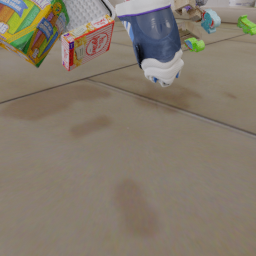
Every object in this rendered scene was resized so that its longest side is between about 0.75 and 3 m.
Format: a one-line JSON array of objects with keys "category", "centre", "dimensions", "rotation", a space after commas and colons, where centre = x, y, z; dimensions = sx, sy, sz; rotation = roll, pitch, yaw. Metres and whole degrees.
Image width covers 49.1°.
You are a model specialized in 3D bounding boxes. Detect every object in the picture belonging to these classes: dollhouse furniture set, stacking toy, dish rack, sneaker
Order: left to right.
[{"category": "dish rack", "centre": [-1.615, -3.656, 8.749], "dimensions": [1.911, 2.227, 0.485], "rotation": [-37, -8, 3]}, {"category": "sneaker", "centre": [0.267, -1.040, 3.472], "dimensions": [0.587, 1.067, 1.457], "rotation": [-16, 22, -2]}, {"category": "dollhouse furniture set", "centre": [1.575, -3.337, 8.478], "dimensions": [2.201, 1.260, 2.581], "rotation": [-9, -13, 42]}, {"category": "stacking toy", "centre": [2.307, -3.655, 8.763], "dimensions": [2.236, 0.697, 2.965], "rotation": [-22, 60, -14]}]

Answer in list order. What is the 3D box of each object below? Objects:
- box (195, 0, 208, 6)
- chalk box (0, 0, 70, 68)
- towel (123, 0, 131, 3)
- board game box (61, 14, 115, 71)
[{"category": "box", "centre": [2.137, -4.151, 7.958], "dimensions": [0.253, 0.828, 1.045], "rotation": [12, 65, 49]}, {"category": "chalk box", "centre": [-2.649, -3.180, 7.743], "dimensions": [1.471, 2.357, 1.461], "rotation": [30, -6, 3]}, {"category": "towel", "centre": [0.443, -4.223, 9.935], "dimensions": [1.572, 1.150, 0.235], "rotation": [-26, 3, 38]}, {"category": "board game box", "centre": [-0.945, -1.982, 6.535], "dimensions": [1.275, 0.966, 0.295], "rotation": [-36, 76, -25]}]
